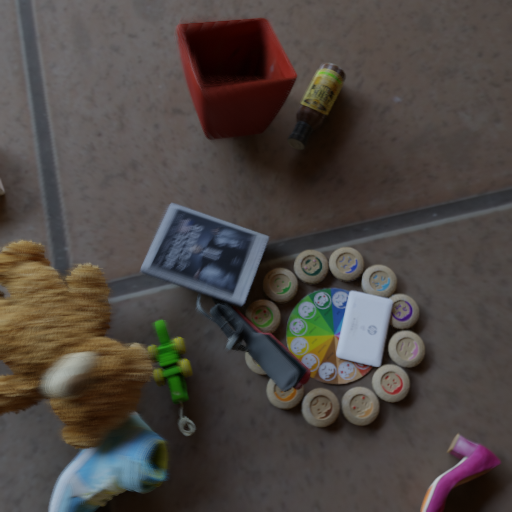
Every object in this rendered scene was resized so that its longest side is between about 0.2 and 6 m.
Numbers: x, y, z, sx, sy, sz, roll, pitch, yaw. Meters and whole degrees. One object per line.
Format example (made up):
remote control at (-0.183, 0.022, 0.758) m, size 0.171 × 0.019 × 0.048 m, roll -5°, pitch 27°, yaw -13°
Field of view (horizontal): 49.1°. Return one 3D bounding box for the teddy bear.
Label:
teddy bear at (-3.753, 1.351, 9.752) m, size 3.029 × 1.395 × 4.178 m, roll -24°, pitch 60°, yaw -17°

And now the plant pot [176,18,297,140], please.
plant pot at (-0.487, -3.413, 11.201) m, size 1.879 × 1.656 × 1.877 m, roll -11°, pitch 59°, yaw -15°

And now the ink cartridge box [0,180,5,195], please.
ink cartridge box at (-5.907, -1.764, 11.475) m, size 0.994 × 0.579 × 1.373 m, roll -22°, pitch 75°, yaw -7°

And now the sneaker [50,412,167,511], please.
sneaker at (-2.394, 3.815, 9.382) m, size 1.481 × 0.902 × 2.268 m, roll 19°, pitch 72°, yaw 37°

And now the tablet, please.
tablet at (2.067, 1.383, 10.652) m, size 0.849 × 0.089 × 1.304 m, roll 13°, pitch 82°, yaw 6°

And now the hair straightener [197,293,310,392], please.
hair straightener at (-0.196, 1.361, 10.099) m, size 2.699 × 1.039 × 0.552 m, roll 47°, pitch 107°, yaw 25°

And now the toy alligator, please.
toy alligator at (-1.477, 2.231, 10.262) m, size 0.635 × 0.581 × 2.142 m, roll -19°, pitch 72°, yaw 0°

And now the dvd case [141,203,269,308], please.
dvd case at (-0.960, -0.030, 10.785) m, size 2.058 × 0.255 × 1.547 m, roll 19°, pitch 65°, yaw 2°

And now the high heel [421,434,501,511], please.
high heel at (3.531, 4.065, 9.734) m, size 0.850 × 0.597 × 1.773 m, roll 29°, pitch 62°, yaw 19°

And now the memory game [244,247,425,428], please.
memory game at (1.475, 1.502, 10.685) m, size 3.503 × 0.223 × 3.503 m, roll 0°, pitch 73°, yaw 0°

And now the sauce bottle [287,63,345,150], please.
sauce bottle at (1.258, -3.150, 11.880) m, size 0.637 × 0.637 × 1.969 m, roll 24°, pitch 75°, yaw 7°
